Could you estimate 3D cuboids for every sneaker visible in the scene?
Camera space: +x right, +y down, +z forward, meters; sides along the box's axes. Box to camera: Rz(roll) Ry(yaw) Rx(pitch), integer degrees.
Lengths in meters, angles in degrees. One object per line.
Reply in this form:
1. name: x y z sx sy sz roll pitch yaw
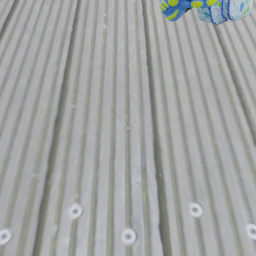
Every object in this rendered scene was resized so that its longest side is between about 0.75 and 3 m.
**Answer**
1. sneaker: 1.444 -3.007 6.041 0.786 2.218 0.919 42 82 -19

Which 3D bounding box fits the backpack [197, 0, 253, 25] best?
1. backpack: 2.589 -3.420 7.396 1.377 1.260 1.012 -29 43 -14
